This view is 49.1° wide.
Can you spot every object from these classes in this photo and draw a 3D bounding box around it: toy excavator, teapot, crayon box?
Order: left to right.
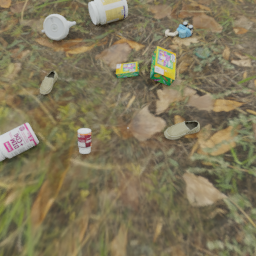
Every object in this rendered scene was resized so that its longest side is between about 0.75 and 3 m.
[{"bbox_3d":[-3.322,-4.743,13.203,1.247,1.231,0.911,32,23,-5],"label":"teapot"},{"bbox_3d":[-0.024,-2.476,11.951,0.946,0.276,0.562,-4,59,13],"label":"crayon box"},{"bbox_3d":[1.504,-2.643,11.886,0.944,0.463,1.590,19,56,-15],"label":"crayon box"},{"bbox_3d":[2.443,-4.586,13.371,1.051,0.525,1.022,-42,64,-14],"label":"toy excavator"}]

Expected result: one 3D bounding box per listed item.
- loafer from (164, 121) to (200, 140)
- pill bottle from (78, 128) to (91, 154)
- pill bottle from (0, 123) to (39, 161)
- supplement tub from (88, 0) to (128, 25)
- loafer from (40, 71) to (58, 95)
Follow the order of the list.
[{"bbox_3d":[2.003,0.012,10.320,1.412,0.482,0.534,-17,58,-11],"label":"loafer"},{"bbox_3d":[-1.509,0.457,9.769,0.462,0.810,0.462,1,19,0],"label":"pill bottle"},{"bbox_3d":[-3.986,0.516,9.773,1.502,0.852,0.852,-30,62,-17],"label":"pill bottle"},{"bbox_3d":[-0.972,-5.800,13.691,1.669,1.213,1.213,-21,59,-13],"label":"supplement tub"},{"bbox_3d":[-3.319,-1.916,11.623,0.461,0.416,1.219,13,58,9],"label":"loafer"}]
